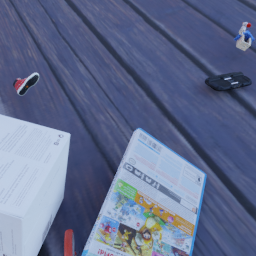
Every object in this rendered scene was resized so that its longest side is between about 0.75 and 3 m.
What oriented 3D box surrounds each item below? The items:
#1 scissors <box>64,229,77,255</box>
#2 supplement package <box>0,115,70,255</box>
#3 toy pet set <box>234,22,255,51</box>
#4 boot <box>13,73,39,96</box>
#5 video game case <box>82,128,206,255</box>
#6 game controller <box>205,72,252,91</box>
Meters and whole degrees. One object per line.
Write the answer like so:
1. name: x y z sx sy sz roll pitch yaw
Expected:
1. scissors: -0.906 2.782 4.342 0.186 0.977 2.671 -4 24 -8
2. supplement package: -2.707 1.066 5.108 2.646 1.993 2.008 16 36 1
3. toy pet set: 4.079 -3.040 9.156 1.098 1.026 0.583 22 63 -10
4. boot: -2.920 -1.371 7.962 0.797 0.289 0.575 -43 57 3
5. video game case: 0.533 1.623 5.587 2.046 0.254 2.859 35 52 -14
6. game controller: 3.085 -1.422 8.583 1.425 0.300 0.743 -14 48 -20
